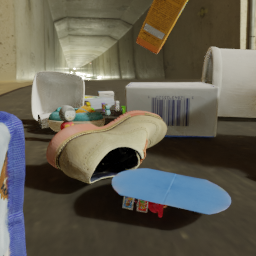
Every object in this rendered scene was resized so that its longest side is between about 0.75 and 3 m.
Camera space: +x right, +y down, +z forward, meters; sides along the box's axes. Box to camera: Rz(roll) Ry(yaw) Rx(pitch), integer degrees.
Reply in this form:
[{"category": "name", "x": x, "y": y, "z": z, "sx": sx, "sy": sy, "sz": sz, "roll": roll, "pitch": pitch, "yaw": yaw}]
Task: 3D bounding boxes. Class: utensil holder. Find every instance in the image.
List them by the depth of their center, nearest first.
[{"category": "utensil holder", "x": 4.249, "y": -1.553, "z": 9.942, "sx": 2.916, "sy": 2.478, "sz": 2.478, "roll": 4, "pitch": 12, "yaw": 7}]

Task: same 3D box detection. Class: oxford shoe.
[{"category": "oxford shoe", "x": -0.028, "y": 0.379, "z": 4.979, "sx": 1.008, "sy": 0.966, "sz": 2.730, "roll": 33, "pitch": 33, "yaw": 32}]

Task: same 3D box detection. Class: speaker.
[{"category": "speaker", "x": -2.158, "y": -0.292, "z": 8.557, "sx": 1.087, "sy": 0.441, "sz": 0.441, "roll": -12, "pitch": 16, "yaw": -27}]

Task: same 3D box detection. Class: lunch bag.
[{"category": "lunch bag", "x": -2.316, "y": 0.655, "z": 1.366, "sx": 2.735, "sy": 1.693, "sz": 2.325, "roll": 12, "pitch": 17, "yaw": 20}]

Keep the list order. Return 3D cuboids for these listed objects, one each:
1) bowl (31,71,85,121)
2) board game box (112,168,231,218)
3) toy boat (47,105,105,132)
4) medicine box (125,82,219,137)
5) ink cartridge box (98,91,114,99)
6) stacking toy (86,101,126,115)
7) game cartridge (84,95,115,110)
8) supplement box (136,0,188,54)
[{"category": "bowl", "x": -2.173, "y": -0.942, "z": 8.920, "sx": 1.647, "sy": 1.645, "sz": 0.615, "roll": 6, "pitch": 8, "yaw": 1}, {"category": "board game box", "x": 0.524, "y": 0.887, "z": 3.620, "sx": 1.489, "sy": 0.290, "sz": 1.177, "roll": 9, "pitch": 9, "yaw": 15}, {"category": "toy boat", "x": -1.433, "y": -0.250, "z": 7.467, "sx": 1.589, "sy": 0.879, "sz": 1.891, "roll": 1, "pitch": 12, "yaw": 0}, {"category": "medicine box", "x": 1.158, "y": -0.651, "z": 8.241, "sx": 2.347, "sy": 1.326, "sz": 2.577, "roll": 1, "pitch": 11, "yaw": 4}, {"category": "ink cartridge box", "x": -1.222, "y": -1.755, "z": 15.508, "sx": 0.842, "sy": 0.486, "sz": 1.161, "roll": -2, "pitch": 12, "yaw": -7}, {"category": "stacking toy", "x": -0.888, "y": -0.729, "z": 11.022, "sx": 1.351, "sy": 0.421, "sz": 1.793, "roll": -5, "pitch": 15, "yaw": -13}, {"category": "game cartridge", "x": -2.087, "y": -1.220, "z": 13.129, "sx": 2.523, "sy": 0.511, "sz": 1.682, "roll": 10, "pitch": 20, "yaw": 41}, {"category": "supplement box", "x": 0.598, "y": -1.838, "z": 4.384, "sx": 0.477, "sy": 1.387, "sz": 0.462, "roll": 30, "pitch": 58, "yaw": 0}]
